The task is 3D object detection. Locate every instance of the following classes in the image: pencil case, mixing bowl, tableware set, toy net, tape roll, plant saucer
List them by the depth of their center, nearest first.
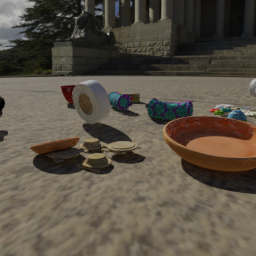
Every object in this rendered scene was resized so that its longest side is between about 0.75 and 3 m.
[{"bbox_3d":[2.254,0.352,7.034,2.761,0.517,2.761,0,21,0],"label":"plant saucer"},{"bbox_3d":[-0.852,0.607,7.139,1.774,0.246,2.124,8,17,34],"label":"tableware set"},{"bbox_3d":[-1.865,0.451,7.250,1.261,0.236,1.261,-10,2,0],"label":"plant saucer"},{"bbox_3d":[-1.431,-1.006,10.787,1.638,1.638,0.573,13,31,44],"label":"tape roll"},{"bbox_3d":[1.733,-0.774,11.614,1.911,0.883,0.813,8,11,25],"label":"pencil case"},{"bbox_3d":[4.138,-0.641,12.057,1.346,0.495,2.566,-1,11,7],"label":"toy net"},{"bbox_3d":[-0.474,-1.415,14.351,0.781,0.848,1.836,29,0,-25],"label":"pencil case"},{"bbox_3d":[-3.036,-1.986,16.541,1.839,0.996,1.839,0,14,0],"label":"mixing bowl"}]

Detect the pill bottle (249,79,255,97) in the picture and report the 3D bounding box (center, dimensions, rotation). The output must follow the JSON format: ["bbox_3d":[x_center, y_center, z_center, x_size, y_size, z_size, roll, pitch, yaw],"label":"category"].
[{"bbox_3d":[8.752,-2.330,16.961,1.459,1.459,2.521,-6,15,-25],"label":"pill bottle"}]

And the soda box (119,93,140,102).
[{"bbox_3d":[-0.076,-1.857,17.052,1.582,0.506,0.536,1,12,5],"label":"soda box"}]

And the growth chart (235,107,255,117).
[{"bbox_3d":[5.825,-0.745,13.060,1.560,0.191,2.156,-3,14,-16],"label":"growth chart"}]

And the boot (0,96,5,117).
[{"bbox_3d":[-5.902,-0.690,10.323,2.588,1.029,2.972,-15,30,-21],"label":"boot"}]
